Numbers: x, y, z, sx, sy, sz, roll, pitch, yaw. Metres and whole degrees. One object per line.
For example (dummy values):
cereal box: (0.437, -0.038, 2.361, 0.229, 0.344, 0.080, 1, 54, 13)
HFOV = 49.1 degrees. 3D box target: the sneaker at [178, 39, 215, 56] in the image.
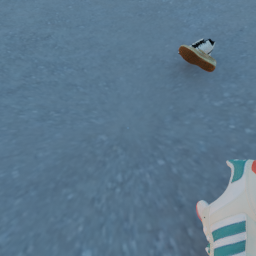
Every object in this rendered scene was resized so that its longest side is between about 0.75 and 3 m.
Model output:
sneaker: (2.218, -2.565, 8.995, 0.610, 0.662, 1.656, 42, 40, 24)

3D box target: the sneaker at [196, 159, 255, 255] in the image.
sneaker: (1.606, 1.823, 4.275, 1.363, 1.027, 2.916, 18, 81, 42)

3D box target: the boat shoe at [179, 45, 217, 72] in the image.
boat shoe: (2.063, -2.120, 8.309, 1.232, 0.439, 0.398, 31, 58, -8)
